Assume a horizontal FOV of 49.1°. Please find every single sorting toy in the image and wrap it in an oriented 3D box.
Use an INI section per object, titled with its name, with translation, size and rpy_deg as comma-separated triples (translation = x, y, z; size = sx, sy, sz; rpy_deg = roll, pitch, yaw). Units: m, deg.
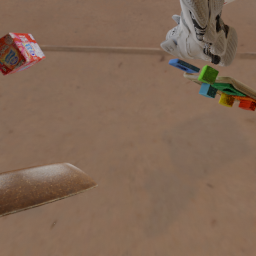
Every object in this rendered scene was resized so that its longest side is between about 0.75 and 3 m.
[sorting toy]
translation = 1.222, -0.401, 3.403
size = 1.660, 0.226, 0.935
rpy_deg = 19, 7, -28

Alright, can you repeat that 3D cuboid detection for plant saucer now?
[plant saucer]
translation = -1.004, 0.526, 2.247
size = 1.503, 1.503, 0.275
rpy_deg = -13, 83, -11

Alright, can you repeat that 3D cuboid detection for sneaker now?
[sneaker]
translation = 1.003, -1.704, 4.640
size = 1.175, 2.044, 0.768
rpy_deg = 17, 81, 37

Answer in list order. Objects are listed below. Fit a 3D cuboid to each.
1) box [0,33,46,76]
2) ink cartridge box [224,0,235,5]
[box]
translation = -1.975, -1.342, 5.037
size = 0.517, 0.540, 1.083
rpy_deg = -28, 16, 9
[ink cartridge box]
translation = 2.467, -3.239, 5.606
size = 2.152, 0.921, 1.588
rpy_deg = -29, 11, -13
